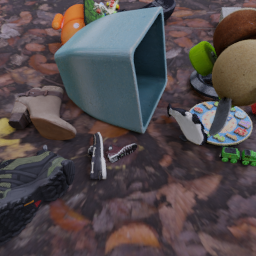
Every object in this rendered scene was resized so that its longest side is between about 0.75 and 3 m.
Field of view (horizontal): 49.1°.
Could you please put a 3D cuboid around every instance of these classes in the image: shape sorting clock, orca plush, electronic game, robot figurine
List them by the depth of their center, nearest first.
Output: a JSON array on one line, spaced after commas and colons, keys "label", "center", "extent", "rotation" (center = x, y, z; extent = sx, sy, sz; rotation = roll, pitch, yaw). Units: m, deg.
[{"label": "orca plush", "center": [1.766, -0.098, 7.991], "extent": [0.593, 0.877, 1.667], "rotation": [-2, 22, -33]}, {"label": "shape sorting clock", "center": [2.666, -0.203, 8.212], "extent": [1.860, 0.365, 1.860], "rotation": [0, 46, 0]}, {"label": "electronic game", "center": [3.201, -1.592, 9.451], "extent": [2.189, 0.456, 2.189], "rotation": [-3, 39, 2]}, {"label": "robot figurine", "center": [-1.752, -3.698, 10.727], "extent": [1.527, 1.883, 2.618], "rotation": [-23, 44, 15]}]

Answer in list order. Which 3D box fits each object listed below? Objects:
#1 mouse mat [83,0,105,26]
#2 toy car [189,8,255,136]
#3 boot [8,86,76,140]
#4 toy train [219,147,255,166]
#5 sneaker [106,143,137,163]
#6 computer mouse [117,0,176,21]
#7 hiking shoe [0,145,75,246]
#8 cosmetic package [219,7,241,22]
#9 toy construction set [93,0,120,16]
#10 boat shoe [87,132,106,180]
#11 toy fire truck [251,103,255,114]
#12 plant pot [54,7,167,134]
[{"label": "mouse mat", "center": [-0.861, -3.793, 10.608], "extent": [0.108, 2.307, 2.866], "rotation": [-32, 43, 24]}, {"label": "toy car", "center": [2.385, -0.902, 5.304], "extent": [2.111, 2.198, 2.676], "rotation": [44, 44, -19]}, {"label": "boot", "center": [-2.323, -0.574, 8.270], "extent": [2.323, 0.816, 1.698], "rotation": [11, 47, 11]}, {"label": "toy train", "center": [3.153, 0.758, 7.265], "extent": [1.484, 0.419, 0.310], "rotation": [8, 47, 8]}, {"label": "sneaker", "center": [-0.215, 0.535, 7.549], "extent": [0.869, 0.329, 0.502], "rotation": [-26, 49, -22]}, {"label": "computer mouse", "center": [0.948, -5.082, 12.710], "extent": [2.632, 0.694, 1.823], "rotation": [-24, 52, -6]}, {"label": "hiking shoe", "center": [-2.661, 1.468, 6.308], "extent": [1.469, 1.105, 2.919], "rotation": [26, 43, 35]}, {"label": "cosmetic package", "center": [4.465, -4.525, 12.065], "extent": [0.896, 0.757, 1.678], "rotation": [3, 49, 7]}, {"label": "toy construction set", "center": [-0.520, -3.847, 8.557], "extent": [0.596, 0.848, 1.293], "rotation": [29, 72, 8]}, {"label": "boat shoe", "center": [-0.845, 0.708, 7.276], "extent": [0.425, 0.521, 1.410], "rotation": [-4, 55, -10]}, {"label": "toy fire truck", "center": [4.760, -1.083, 8.811], "extent": [2.020, 0.492, 1.424], "rotation": [2, 68, -16]}, {"label": "plant pot", "center": [-0.514, -1.793, 8.343], "extent": [2.695, 2.638, 2.645], "rotation": [9, 46, 21]}]
